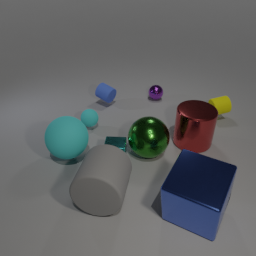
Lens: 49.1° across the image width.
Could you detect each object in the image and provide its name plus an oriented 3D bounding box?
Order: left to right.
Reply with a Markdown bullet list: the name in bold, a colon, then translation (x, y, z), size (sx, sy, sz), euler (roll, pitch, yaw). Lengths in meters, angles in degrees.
- **ball**: translation (-1.983, 0.309, 9.087), size (1.400, 1.400, 1.400), euler (0, 32, 0)
- **ball**: translation (-1.505, -0.396, 10.967), size (0.700, 0.700, 0.700), euler (0, 32, 0)
- **cylinder**: translation (-0.694, 1.391, 7.610), size (1.400, 1.400, 1.400), euler (6, 32, 9)
- **cylinder**: translation (-0.995, -1.582, 12.591), size (0.700, 0.700, 0.700), euler (31, 42, 21)
- **cube**: translation (-0.419, 0.758, 9.330), size (0.700, 0.700, 0.700), euler (2, 31, 3)
- **ball**: translation (0.692, 0.309, 9.384), size (1.400, 1.400, 1.400), euler (0, 32, 0)
- **ball**: translation (1.316, -1.685, 13.231), size (0.700, 0.700, 0.700), euler (0, 32, 0)
- **cylinder**: translation (2.368, -0.070, 9.957), size (1.400, 1.400, 1.400), euler (1, 35, 0)
- **cube**: translation (1.746, 1.636, 7.006), size (1.400, 1.400, 1.400), euler (18, 49, 25)
- **cylinder**: translation (3.750, -0.912, 11.469), size (0.700, 0.700, 0.700), euler (-13, 33, -6)
